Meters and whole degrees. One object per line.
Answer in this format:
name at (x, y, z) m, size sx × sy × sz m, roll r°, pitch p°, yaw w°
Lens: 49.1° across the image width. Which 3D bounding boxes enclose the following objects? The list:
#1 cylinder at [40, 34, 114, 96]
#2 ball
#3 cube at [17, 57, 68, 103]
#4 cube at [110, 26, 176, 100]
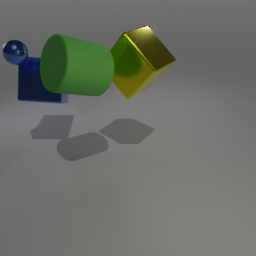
cylinder at (-1.314, -1.562, 7.215) m, size 1.400 × 1.400 × 1.400 m, roll -1°, pitch 22°, yaw -44°
ball at (-3.219, -2.162, 8.026) m, size 0.700 × 0.700 × 0.700 m, roll 0°, pitch 28°, yaw 0°
cube at (-2.825, -1.578, 9.547) m, size 1.400 × 1.400 × 1.400 m, roll 3°, pitch 5°, yaw -4°
cube at (0.298, -1.968, 8.444) m, size 1.400 × 1.400 × 1.400 m, roll 51°, pitch 42°, yaw 3°
